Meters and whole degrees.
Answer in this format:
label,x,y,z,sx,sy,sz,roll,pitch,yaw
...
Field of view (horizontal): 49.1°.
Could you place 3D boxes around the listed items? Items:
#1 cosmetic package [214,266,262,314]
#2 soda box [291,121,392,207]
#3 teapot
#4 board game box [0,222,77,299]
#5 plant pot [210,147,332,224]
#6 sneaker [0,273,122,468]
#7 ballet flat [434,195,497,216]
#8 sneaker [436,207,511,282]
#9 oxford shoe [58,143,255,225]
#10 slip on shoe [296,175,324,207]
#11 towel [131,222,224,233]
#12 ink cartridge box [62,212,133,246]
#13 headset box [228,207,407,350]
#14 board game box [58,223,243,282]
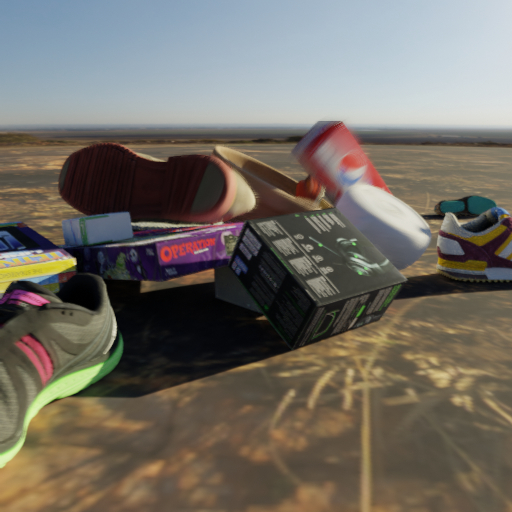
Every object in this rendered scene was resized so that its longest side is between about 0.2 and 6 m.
label,x,y,z,sx,sy,sz,roll,pitch,yaw
cosmetic package,-0.097,0.396,8.036,0.510,0.605,1.132,-14,16,-42
soda box,1.849,-1.448,11.110,0.891,2.545,0.807,-50,30,-11
teapot,1.923,-0.269,9.392,1.775,1.296,1.752,22,28,-16
board game box,-4.467,0.404,7.326,3.474,0.985,2.871,-10,19,-33
plant pot,0.115,-1.049,11.421,2.746,1.267,2.746,27,16,-8
sneaker,-2.210,0.879,4.905,1.133,1.237,2.952,3,15,12
ballet flat,5.586,-1.331,15.101,1.636,0.555,0.616,-3,1,-3
sneaker,4.318,-0.217,9.321,2.598,1.170,0.973,-2,15,-9
oxford shoe,-1.767,-1.048,9.506,3.692,1.301,1.381,13,-2,28
slip on shoe,1.036,-1.263,11.539,0.579,1.892,0.701,36,-23,-11
towel,-1.912,-0.645,12.899,2.114,0.365,2.035,4,12,22
ink cartridge box,-2.379,-0.398,8.335,0.696,0.404,0.961,-13,8,-37
headset box,0.811,0.196,7.173,1.742,0.808,1.517,-12,50,-37
board game box,-1.623,-0.097,8.761,2.326,0.626,3.875,-8,5,-43
